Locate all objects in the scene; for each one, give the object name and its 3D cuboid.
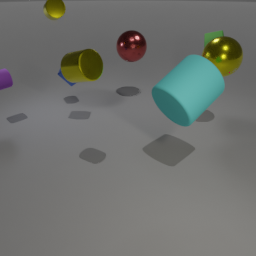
[{"bbox_3d":[-2.042,-2.120,10.352,0.700,0.700,0.700,-27,37,31],"label":"cube"},{"bbox_3d":[3.324,-2.515,9.916,1.400,1.400,1.400,0,28,0],"label":"ball"},{"bbox_3d":[3.436,-3.301,11.068,0.700,0.700,0.700,-3,67,26],"label":"cube"},{"bbox_3d":[0.162,-3.721,12.778,1.400,1.400,1.400,0,28,0],"label":"ball"},{"bbox_3d":[1.599,-0.996,7.546,1.400,1.400,1.400,-43,43,-13],"label":"cylinder"},{"bbox_3d":[-4.762,-1.773,10.381,0.700,0.700,0.700,-28,39,-34],"label":"cylinder"},{"bbox_3d":[-2.654,-4.284,10.080,0.700,0.700,0.700,-11,17,-20],"label":"cylinder"},{"bbox_3d":[-1.038,-1.389,6.321,0.700,0.700,0.700,4,24,42],"label":"cylinder"}]
